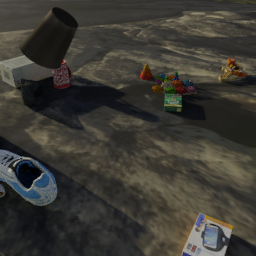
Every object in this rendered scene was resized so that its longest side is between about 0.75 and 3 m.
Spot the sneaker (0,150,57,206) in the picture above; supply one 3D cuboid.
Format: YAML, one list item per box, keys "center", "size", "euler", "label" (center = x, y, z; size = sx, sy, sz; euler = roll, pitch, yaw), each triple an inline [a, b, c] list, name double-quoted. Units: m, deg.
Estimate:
- center: [-3.146, 1.146, 7.977]
  size: [2.986, 1.082, 1.073]
  euler: [20, 39, 31]
  label: "sneaker"

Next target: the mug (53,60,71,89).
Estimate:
- center: [-3.326, -2.737, 13.891]
  size: [0.823, 1.234, 1.095]
  euler: [-1, 33, 0]
  label: "mug"

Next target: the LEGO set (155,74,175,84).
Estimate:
- center: [2.010, -2.424, 14.159]
  size: [1.210, 0.497, 0.462]
  euler: [9, 78, 6]
  label: "LEGO set"

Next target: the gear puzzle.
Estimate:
- center: [2.168, -1.986, 13.357]
  size: [2.128, 0.279, 1.102]
  euler: [-5, 49, -8]
  label: "gear puzzle"

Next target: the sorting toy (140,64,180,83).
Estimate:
- center: [1.643, -2.848, 14.526]
  size: [2.183, 0.752, 0.757]
  euler: [15, 35, 23]
  label: "sorting toy"

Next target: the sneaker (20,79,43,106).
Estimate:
- center: [-4.346, -1.721, 12.745]
  size: [1.001, 0.838, 2.206]
  euler: [-6, 34, -19]
  label: "sneaker"

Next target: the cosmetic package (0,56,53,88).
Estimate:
- center: [-5.029, -3.191, 14.775]
  size: [1.497, 1.057, 2.891]
  euler: [28, 41, 36]
  label: "cosmetic package"

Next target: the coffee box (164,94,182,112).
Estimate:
- center: [1.977, -1.124, 12.253]
  size: [0.756, 0.270, 1.230]
  euler: [5, 33, 8]
  label: "coffee box"

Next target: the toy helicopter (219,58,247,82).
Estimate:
- center: [5.499, -2.902, 14.866]
  size: [1.242, 0.741, 1.878]
  euler: [34, 55, 28]
  label: "toy helicopter"

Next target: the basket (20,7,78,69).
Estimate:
- center: [-2.586, -3.101, 9.600]
  size: [1.578, 1.750, 1.190]
  euler: [14, 44, -40]
  label: "basket"

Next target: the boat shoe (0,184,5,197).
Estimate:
- center: [-3.862, 1.877, 7.476]
  size: [1.119, 0.397, 0.391]
  euler: [-16, 33, -35]
  label: "boat shoe"

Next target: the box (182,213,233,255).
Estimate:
- center: [1.801, 2.636, 6.358]
  size: [0.837, 0.292, 1.407]
  euler: [17, 34, 24]
  label: "box"
